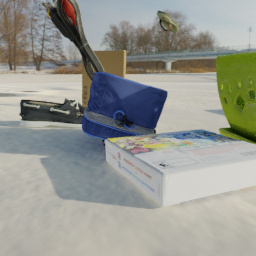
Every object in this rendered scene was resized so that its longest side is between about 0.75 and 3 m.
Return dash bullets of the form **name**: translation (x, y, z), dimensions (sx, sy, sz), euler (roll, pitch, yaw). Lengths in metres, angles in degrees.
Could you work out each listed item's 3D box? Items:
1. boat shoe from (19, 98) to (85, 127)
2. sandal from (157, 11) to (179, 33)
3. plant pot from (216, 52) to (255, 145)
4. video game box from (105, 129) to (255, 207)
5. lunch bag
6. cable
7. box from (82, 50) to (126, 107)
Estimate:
- **boat shoe**: translation (-1.865, -0.477, 8.325), dimensions (2.703, 0.815, 1.022), euler (-1, 11, -7)
- **sandal**: translation (1.402, -3.861, 10.406), dimensions (0.606, 0.436, 1.526), euler (25, 8, 29)
- **plant pot**: translation (3.017, -0.440, 5.305), dimensions (2.113, 1.927, 2.123), euler (-1, 11, -9)
- **video game box**: translation (0.929, 0.470, 4.425), dimensions (2.093, 0.490, 1.907), euler (-5, 15, -24)
- **lunch bag**: translation (-0.163, -0.306, 5.993), dimensions (1.486, 1.447, 2.188), euler (15, 8, -12)
- **cable**: translation (-1.159, -2.347, 7.062), dimensions (1.242, 2.556, 0.643), euler (-14, 31, 49)
- **box**: translation (-1.087, -2.128, 12.354), dimensions (2.050, 2.508, 0.267), euler (4, 9, 19)
